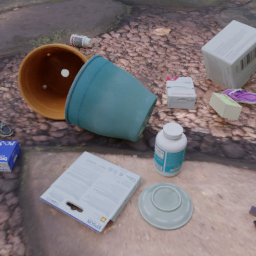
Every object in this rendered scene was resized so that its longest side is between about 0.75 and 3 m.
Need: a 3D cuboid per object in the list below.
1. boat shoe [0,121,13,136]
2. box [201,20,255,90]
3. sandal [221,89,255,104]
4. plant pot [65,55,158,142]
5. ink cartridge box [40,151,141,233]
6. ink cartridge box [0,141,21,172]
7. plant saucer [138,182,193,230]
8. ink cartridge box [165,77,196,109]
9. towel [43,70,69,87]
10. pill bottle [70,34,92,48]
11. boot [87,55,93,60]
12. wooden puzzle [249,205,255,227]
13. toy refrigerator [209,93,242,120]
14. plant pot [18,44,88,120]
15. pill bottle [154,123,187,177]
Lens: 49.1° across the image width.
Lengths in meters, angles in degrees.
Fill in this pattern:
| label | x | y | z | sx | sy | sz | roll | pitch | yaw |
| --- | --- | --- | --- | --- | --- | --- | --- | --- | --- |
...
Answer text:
| label | x | y | z | sx | sy | sz | roll | pitch | yaw |
| --- | --- | --- | --- | --- | --- | --- | --- | --- | --- |
| boat shoe | -4.953 | -0.042 | 10.908 | 1.164 | 0.365 | 0.423 | 25 | 46 | 27 |
| box | 4.847 | -3.224 | 12.818 | 2.133 | 2.144 | 1.837 | -42 | 52 | -5 |
| sandal | 4.848 | -1.443 | 12.193 | 1.677 | 0.412 | 0.682 | 10 | 68 | 31 |
| plant pot | -0.446 | -0.858 | 10.245 | 2.616 | 2.784 | 2.784 | 26 | 45 | 8 |
| ink cartridge box | -1.085 | 1.903 | 8.532 | 2.204 | 0.486 | 2.245 | 21 | 47 | 24 |
| ink cartridge box | -5.002 | 0.933 | 9.657 | 2.223 | 0.491 | 1.045 | 2 | 41 | 2 |
| plant saucer | 1.118 | 2.170 | 8.266 | 1.641 | 0.412 | 1.641 | 0 | 40 | 0 |
| ink cartridge box | 2.306 | -1.575 | 12.467 | 1.195 | 0.686 | 1.646 | 2 | 40 | 3 |
| towel | -3.897 | -2.445 | 13.790 | 1.989 | 0.343 | 1.318 | 3 | 42 | 3 |
| pill bottle | -2.781 | -5.177 | 16.747 | 1.203 | 0.666 | 0.666 | 14 | 42 | 16 |
| boot | -2.233 | -3.635 | 15.050 | 1.424 | 0.518 | 1.512 | 1 | 40 | 2 |
| wooden puzzle | 4.648 | 2.482 | 8.083 | 2.291 | 0.161 | 1.359 | 6 | 41 | 7 |
| toy refrigerator | 3.899 | -0.932 | 11.308 | 0.659 | 0.607 | 1.735 | 10 | 21 | -4 |
| plant pot | -2.747 | -2.093 | 11.641 | 2.957 | 2.957 | 2.070 | -1 | 24 | -2 |
| pill bottle | 1.352 | 0.684 | 8.987 | 0.962 | 1.737 | 0.962 | 1 | 41 | -1 |
